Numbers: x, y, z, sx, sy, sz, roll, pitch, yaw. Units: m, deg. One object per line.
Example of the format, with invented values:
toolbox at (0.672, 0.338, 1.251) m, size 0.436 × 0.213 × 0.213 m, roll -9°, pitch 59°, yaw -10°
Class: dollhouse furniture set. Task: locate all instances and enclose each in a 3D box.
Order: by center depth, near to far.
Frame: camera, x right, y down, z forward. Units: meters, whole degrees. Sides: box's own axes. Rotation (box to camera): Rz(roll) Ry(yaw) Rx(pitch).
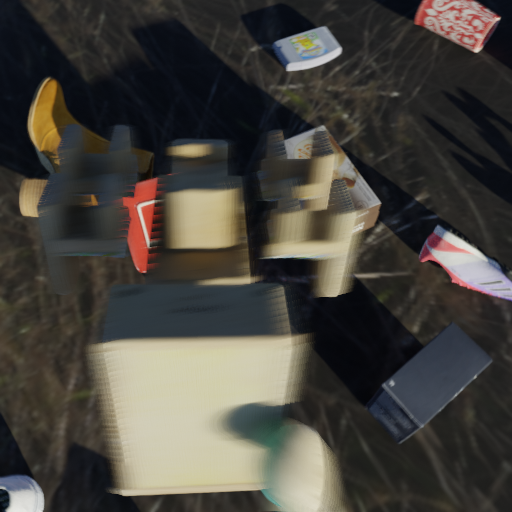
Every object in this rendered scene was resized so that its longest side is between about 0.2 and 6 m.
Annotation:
dollhouse furniture set at (-0.470, 0.286, 4.644) m, size 2.310 × 1.751 × 2.636 m, roll 0°, pitch 40°, yaw -5°

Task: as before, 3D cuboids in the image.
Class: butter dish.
butter dish at (-1.354, -0.635, 8.493) m, size 1.376 × 1.380 × 1.020 m, roll -17°, pitch 26°, yaw -13°

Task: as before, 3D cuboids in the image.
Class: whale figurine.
whale figurine at (0.230, 1.408, 3.613) m, size 0.398 × 0.767 × 0.610 m, roll -2°, pitch 51°, yaw 17°

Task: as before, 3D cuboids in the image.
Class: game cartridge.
game cartridge at (0.995, -3.958, 10.747) m, size 1.156 × 0.234 × 0.770 m, roll -22°, pitch 67°, yaw -12°

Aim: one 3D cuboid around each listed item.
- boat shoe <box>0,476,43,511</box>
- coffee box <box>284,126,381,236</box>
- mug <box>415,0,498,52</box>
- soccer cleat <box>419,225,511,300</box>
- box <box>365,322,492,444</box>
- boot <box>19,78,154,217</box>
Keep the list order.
boat shoe at (-3.961, 3.196, 6.394) m, size 2.810 × 0.938 × 1.033 m, roll -24°, pitch 64°, yaw -12°
coffee box at (1.058, -1.113, 8.899) m, size 0.993 × 0.692 × 1.736 m, roll -23°, pitch 64°, yaw -12°
mug at (3.948, -4.647, 10.767) m, size 1.313 × 0.876 × 1.166 m, roll 38°, pitch 69°, yaw 15°
soccer cleat at (3.274, 0.260, 8.291) m, size 1.778 × 0.606 × 0.651 m, roll 35°, pitch 107°, yaw 4°
box at (2.146, 1.644, 7.121) m, size 1.277 × 1.163 × 0.665 m, roll -36°, pitch 67°, yaw -17°
boot at (-2.674, -1.732, 9.208) m, size 1.958 × 0.962 × 2.735 m, roll 0°, pitch 65°, yaw -6°
